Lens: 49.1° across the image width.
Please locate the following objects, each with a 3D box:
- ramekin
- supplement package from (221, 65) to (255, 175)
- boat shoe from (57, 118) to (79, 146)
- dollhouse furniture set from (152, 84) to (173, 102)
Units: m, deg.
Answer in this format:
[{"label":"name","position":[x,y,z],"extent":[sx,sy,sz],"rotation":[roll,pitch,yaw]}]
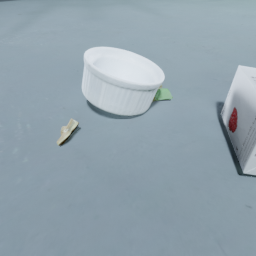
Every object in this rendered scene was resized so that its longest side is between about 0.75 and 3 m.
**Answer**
[{"label":"ramekin","position":[-0.245,-1.497,8.982],"extent":[2.580,1.258,2.580],"rotation":[14,32,-9]},{"label":"supplement package","position":[3.572,-0.229,6.982],"extent":[1.638,1.658,2.735],"rotation":[9,33,0]},{"label":"boat shoe","position":[-1.711,0.102,7.699],"extent":[0.308,0.342,0.947],"rotation":[36,50,-5]},{"label":"dollhouse furniture set","position":[1.015,-1.543,10.053],"extent":[0.840,0.643,1.282],"rotation":[-11,37,-8]}]
